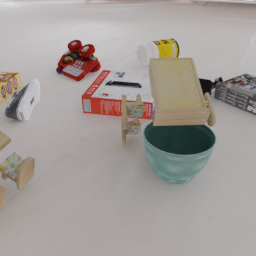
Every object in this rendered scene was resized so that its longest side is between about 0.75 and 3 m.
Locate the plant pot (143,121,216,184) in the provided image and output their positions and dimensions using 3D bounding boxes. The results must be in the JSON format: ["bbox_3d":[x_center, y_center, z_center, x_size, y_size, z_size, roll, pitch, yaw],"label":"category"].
[{"bbox_3d":[1.240,0.642,7.065,1.751,1.173,1.751,0,30,0],"label":"plant pot"}]

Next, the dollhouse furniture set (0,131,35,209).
[{"bbox_3d":[-3.638,0.747,5.425,2.443,1.852,2.788,34,51,5],"label":"dollhouse furniture set"}]

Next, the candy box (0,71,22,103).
[{"bbox_3d":[-5.523,-1.574,11.253,1.429,0.691,2.449,5,33,7],"label":"candy box"}]

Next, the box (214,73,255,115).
[{"bbox_3d":[5.021,-1.264,10.757,2.057,0.649,2.609,-22,37,-32],"label":"box"}]

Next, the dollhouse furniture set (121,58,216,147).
[{"bbox_3d":[1.081,-0.221,7.356,2.469,2.688,1.749,-1,54,-3],"label":"dollhouse furniture set"}]

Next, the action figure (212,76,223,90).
[{"bbox_3d":[3.389,-1.695,11.702,1.292,0.448,0.841,-17,40,2],"label":"action figure"}]

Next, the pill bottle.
[{"bbox_3d":[1.619,-4.005,14.797,2.150,1.229,1.229,-17,35,-27],"label":"pill bottle"}]

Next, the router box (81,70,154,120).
[{"bbox_3d":[-0.119,-1.399,10.933,2.568,0.699,2.862,6,31,10],"label":"router box"}]

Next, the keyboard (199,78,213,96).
[{"bbox_3d":[2.351,-1.300,10.906,1.664,0.270,2.619,13,40,14],"label":"keyboard"}]

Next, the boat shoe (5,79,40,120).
[{"bbox_3d":[-3.869,-1.089,10.365,0.826,0.874,2.437,1,38,-1],"label":"boat shoe"}]

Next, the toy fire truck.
[{"bbox_3d":[-2.530,-3.185,13.620,2.203,1.235,1.850,27,61,33],"label":"toy fire truck"}]
